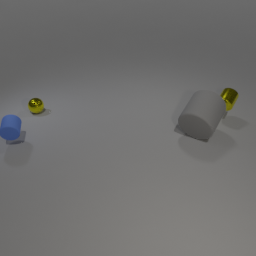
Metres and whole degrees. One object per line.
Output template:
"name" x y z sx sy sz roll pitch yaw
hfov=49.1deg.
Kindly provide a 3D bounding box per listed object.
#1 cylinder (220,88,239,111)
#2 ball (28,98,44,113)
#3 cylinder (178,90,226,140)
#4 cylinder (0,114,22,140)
"cylinder" 4.167 -1.201 11.739 0.700 0.700 0.700 22 64 30
"ball" -4.114 -1.003 12.523 0.700 0.700 0.700 0 32 0
"cylinder" 2.845 -0.509 10.753 1.400 1.400 1.400 20 57 28
"cylinder" -4.340 -0.021 10.361 0.700 0.700 0.700 -5 44 -8
